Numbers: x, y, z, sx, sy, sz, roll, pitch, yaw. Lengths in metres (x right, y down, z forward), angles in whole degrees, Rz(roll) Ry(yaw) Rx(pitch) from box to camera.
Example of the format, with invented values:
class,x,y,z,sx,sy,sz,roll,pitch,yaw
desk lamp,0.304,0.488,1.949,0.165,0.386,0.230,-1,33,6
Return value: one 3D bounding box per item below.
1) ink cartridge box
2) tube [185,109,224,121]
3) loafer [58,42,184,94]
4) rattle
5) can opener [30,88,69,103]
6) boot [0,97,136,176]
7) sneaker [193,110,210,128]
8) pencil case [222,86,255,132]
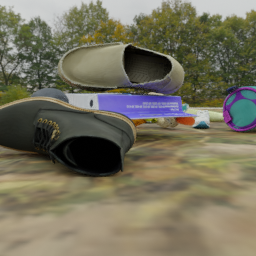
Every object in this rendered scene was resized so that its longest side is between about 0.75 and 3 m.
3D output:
class,x,y,z,sx,sy,sz,roll,pitch,yaw
ink cartridge box,0.025,-0.531,6.213,2.213,0.485,2.234,-4,11,-34
tube,3.147,-0.465,11.300,2.035,0.590,0.528,3,-34,7
loafer,-0.190,-1.332,5.932,2.789,1.055,0.952,3,-9,6
rattle,0.793,-0.303,7.893,1.290,1.176,1.806,-10,30,-27
can opener,-0.858,-0.274,5.768,0.795,0.997,2.981,4,7,22
boot,-0.996,0.075,3.435,2.169,0.840,1.500,-1,10,3
sneaker,2.257,-0.281,8.598,0.505,0.533,1.320,3,6,13
pencil case,3.754,-0.570,8.054,1.291,1.189,2.794,-15,-7,42
